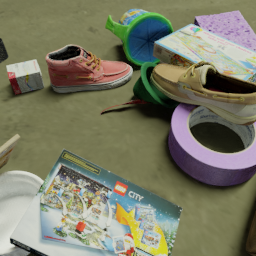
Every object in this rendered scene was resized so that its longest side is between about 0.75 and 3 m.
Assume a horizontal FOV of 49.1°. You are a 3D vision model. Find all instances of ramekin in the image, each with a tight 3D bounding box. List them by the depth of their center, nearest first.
[{"bbox_3d":[-2.176,1.670,5.294,1.556,0.759,1.556,1,51,-2],"label":"ramekin"}]

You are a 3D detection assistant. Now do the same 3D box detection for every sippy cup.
[{"bbox_3d":[0.405,-2.982,8.820,1.636,2.083,1.527,-36,42,7],"label":"sippy cup"}]

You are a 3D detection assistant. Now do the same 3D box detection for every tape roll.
[{"bbox_3d":[2.106,0.192,6.592,2.248,0.737,2.248,1,50,-1],"label":"tape roll"}]

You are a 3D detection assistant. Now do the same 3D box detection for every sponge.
[{"bbox_3d":[3.386,-2.888,9.308,1.651,0.441,2.960,-7,52,-3],"label":"sponge"}]

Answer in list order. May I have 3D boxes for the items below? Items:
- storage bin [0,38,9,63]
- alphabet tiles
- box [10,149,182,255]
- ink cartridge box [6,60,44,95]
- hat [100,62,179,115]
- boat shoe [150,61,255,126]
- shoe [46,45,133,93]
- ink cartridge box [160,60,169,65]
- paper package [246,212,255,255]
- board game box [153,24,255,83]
[{"bbox_3d":[-4.602,-2.311,8.755,0.925,0.642,1.369,26,56,21],"label":"storage bin"},{"bbox_3d":[-2.893,1.180,4.768,0.101,2.664,2.227,47,58,-7],"label":"alphabet tiles"},{"bbox_3d":[-0.428,1.697,4.947,2.560,0.483,1.749,27,52,-3],"label":"box"},{"bbox_3d":[-2.931,-1.472,8.051,0.864,0.625,0.628,-16,52,-13],"label":"ink cartridge box"},{"bbox_3d":[0.354,-0.898,7.873,1.678,1.477,1.389,27,47,-31],"label":"hat"},{"bbox_3d":[1.778,-1.064,6.544,2.781,0.923,1.029,25,53,25],"label":"boat shoe"},{"bbox_3d":[-1.053,-1.741,7.958,2.442,1.111,0.873,-10,51,-8],"label":"shoe"},{"bbox_3d":[1.793,-1.842,8.356,1.434,0.616,1.050,28,53,23],"label":"ink cartridge box"},{"bbox_3d":[3.756,1.556,5.071,2.405,1.305,2.523,25,54,20],"label":"paper package"},{"bbox_3d":[2.274,-1.955,7.739,2.655,0.454,1.785,37,54,28],"label":"board game box"}]
